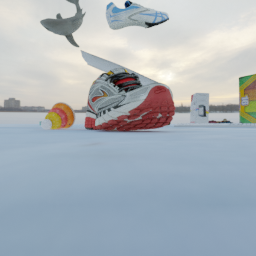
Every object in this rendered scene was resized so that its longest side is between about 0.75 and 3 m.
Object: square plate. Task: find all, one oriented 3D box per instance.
[{"bbox_3d":[-0.380,-1.795,8.767,2.358,0.339,2.381,20,8,-11],"label":"square plate"}]

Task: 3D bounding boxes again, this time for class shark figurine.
[{"bbox_3d":[-1.373,-2.994,7.414,1.151,1.927,0.804,39,-42,-26],"label":"shark figurine"}]

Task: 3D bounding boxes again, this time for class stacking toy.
[{"bbox_3d":[-1.455,-0.150,5.517,0.578,0.578,0.791,0,19,21],"label":"stacking toy"}]

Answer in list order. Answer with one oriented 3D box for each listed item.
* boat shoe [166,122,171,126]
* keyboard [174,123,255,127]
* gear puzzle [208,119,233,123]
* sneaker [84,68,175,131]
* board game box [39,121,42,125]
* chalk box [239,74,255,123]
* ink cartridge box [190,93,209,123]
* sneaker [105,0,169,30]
[{"bbox_3d":[1.079,-0.311,10.865,0.481,0.558,1.530,-11,-8,39],"label":"boat shoe"},{"bbox_3d":[2.717,-0.088,8.700,2.489,0.133,0.700,0,1,23],"label":"keyboard"},{"bbox_3d":[4.110,-0.250,12.534,1.254,0.317,2.421,0,1,19],"label":"gear puzzle"},{"bbox_3d":[-0.174,-0.508,4.683,1.044,1.102,2.682,-1,2,-25],"label":"sneaker"},{"bbox_3d":[-4.429,-0.266,16.039,1.049,0.236,0.798,-1,1,-36],"label":"board game box"},{"bbox_3d":[5.234,-0.927,8.887,1.791,1.800,2.894,0,-1,-22],"label":"chalk box"},{"bbox_3d":[2.834,-0.712,11.133,0.553,1.293,0.954,1,1,-1],"label":"ink cartridge box"},{"bbox_3d":[0.385,-3.682,9.061,2.418,0.876,0.869,-15,13,-33],"label":"sneaker"}]
